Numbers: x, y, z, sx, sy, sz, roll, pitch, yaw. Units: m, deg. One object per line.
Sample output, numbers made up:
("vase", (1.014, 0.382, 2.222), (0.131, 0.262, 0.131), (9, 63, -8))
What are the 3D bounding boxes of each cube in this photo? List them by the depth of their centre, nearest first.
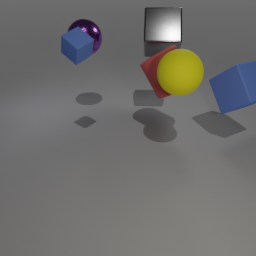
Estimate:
("cube", (-1.568, -2.528, 8.625), (0.700, 0.700, 0.700), (41, 59, 11))
("cube", (4.102, -1.473, 10.148), (1.400, 1.400, 1.400), (-15, -6, -29))
("cube", (1.341, -3.714, 10.987), (1.400, 1.400, 1.400), (1, -9, 4))

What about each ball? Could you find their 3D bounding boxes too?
("ball", (1.585, -1.691, 8.551), (1.400, 1.400, 1.400), (0, 31, 0))
("ball", (-1.721, -3.558, 11.065), (1.400, 1.400, 1.400), (0, 31, 0))

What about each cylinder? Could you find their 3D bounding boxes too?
("cylinder", (1.366, -1.999, 10.011), (1.400, 1.400, 1.400), (-29, 13, 8))
